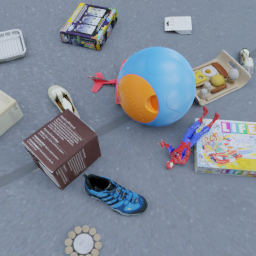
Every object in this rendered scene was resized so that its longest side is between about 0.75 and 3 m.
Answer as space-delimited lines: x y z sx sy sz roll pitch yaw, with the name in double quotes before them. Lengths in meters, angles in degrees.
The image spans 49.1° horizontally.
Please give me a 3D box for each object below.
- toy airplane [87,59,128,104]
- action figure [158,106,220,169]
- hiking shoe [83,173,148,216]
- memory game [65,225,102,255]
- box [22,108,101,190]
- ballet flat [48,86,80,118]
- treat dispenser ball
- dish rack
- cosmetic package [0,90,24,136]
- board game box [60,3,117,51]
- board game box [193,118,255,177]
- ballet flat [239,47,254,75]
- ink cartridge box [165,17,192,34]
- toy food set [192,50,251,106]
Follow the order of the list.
"toy airplane" -0.543 -1.896 11.680 2.380 0.438 2.380 -1 61 1
"action figure" 2.005 0.288 9.510 0.823 1.249 2.523 35 88 36
"hiking shoe" -0.437 2.100 8.754 2.178 0.944 0.810 16 59 11
"memory game" -1.317 3.425 8.296 1.102 0.070 1.102 7 49 -8
"box" -2.110 0.711 9.300 1.535 1.551 1.870 38 65 22
"ballet flat" -2.517 -1.079 10.989 0.758 0.700 2.247 -30 61 -18
"treat dispenser ball" 0.999 -1.458 10.051 2.814 2.814 2.814 0 57 0
"dish rack" -5.550 -3.741 12.918 1.569 0.398 1.828 -17 58 -12
"cosmetic package" -5.399 -0.152 10.216 1.407 0.993 2.718 30 61 18
"board game box" -1.840 -4.934 13.531 2.004 0.687 2.424 15 58 12
"board game box" 3.855 0.688 9.937 2.952 0.505 1.985 4 57 2
"ballet flat" 5.241 -3.013 12.378 0.530 0.530 1.474 -1 57 -1
"ink cartridge box" 2.481 -5.078 13.889 1.300 0.307 1.040 0 57 7
"toy food set" 3.472 -2.193 11.657 2.629 0.794 1.887 -24 60 -15
